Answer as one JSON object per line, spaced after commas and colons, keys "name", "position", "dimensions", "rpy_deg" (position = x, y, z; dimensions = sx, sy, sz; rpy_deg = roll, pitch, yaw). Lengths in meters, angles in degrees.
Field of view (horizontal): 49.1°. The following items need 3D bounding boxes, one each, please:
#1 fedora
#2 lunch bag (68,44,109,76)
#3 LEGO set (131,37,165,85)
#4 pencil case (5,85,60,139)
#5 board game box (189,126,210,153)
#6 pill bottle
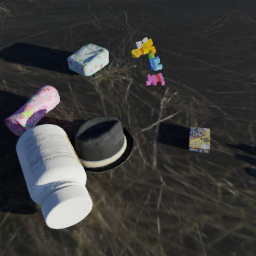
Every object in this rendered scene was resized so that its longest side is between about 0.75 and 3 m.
{"name": "fedora", "position": [-0.942, 0.335, 9.336], "dimensions": [2.394, 1.093, 2.394], "rpy_deg": [0, 45, 0]}
{"name": "lunch bag", "position": [-1.870, -3.246, 13.246], "dimensions": [1.459, 0.701, 1.820], "rpy_deg": [24, 49, 26]}
{"name": "LEGO set", "position": [0.463, -1.904, 7.726], "dimensions": [0.638, 0.593, 1.555], "rpy_deg": [-17, 70, -3]}
{"name": "pencil case", "position": [-3.475, -0.627, 10.416], "dimensions": [0.983, 0.983, 2.250], "rpy_deg": [17, 47, 17]}
{"name": "board game box", "position": [2.533, 0.399, 9.923], "dimensions": [0.700, 0.179, 1.034], "rpy_deg": [8, 46, 8]}
{"name": "pill bottle", "position": [-2.095, 1.313, 7.987], "dimensions": [1.587, 1.587, 2.776], "rpy_deg": [-20, 48, -19]}
